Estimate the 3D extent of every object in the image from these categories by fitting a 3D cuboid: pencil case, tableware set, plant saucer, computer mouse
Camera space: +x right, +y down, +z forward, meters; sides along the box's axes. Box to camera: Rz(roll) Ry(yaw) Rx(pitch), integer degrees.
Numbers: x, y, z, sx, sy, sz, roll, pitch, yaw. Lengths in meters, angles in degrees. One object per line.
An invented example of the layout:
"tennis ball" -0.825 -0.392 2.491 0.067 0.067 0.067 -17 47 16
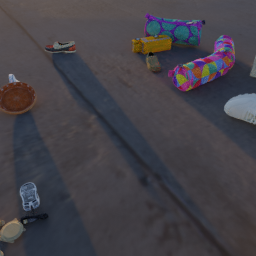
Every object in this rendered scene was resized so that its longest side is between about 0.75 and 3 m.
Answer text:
"pencil case" 4.141 -3.291 12.103 0.924 0.924 2.090 10 37 12
"tableware set" -2.764 2.273 5.648 1.004 0.139 1.202 14 41 19
"plant saucer" -3.753 -1.000 9.439 1.292 0.209 1.292 4 59 -7
"pencil case" 2.747 -2.187 10.617 2.384 1.053 1.053 -22 43 -28
"computer mouse" -2.172 1.689 6.332 0.569 0.228 1.038 -17 47 -14
"pencil case" 2.226 -4.815 13.681 2.813 1.300 1.197 14 62 19

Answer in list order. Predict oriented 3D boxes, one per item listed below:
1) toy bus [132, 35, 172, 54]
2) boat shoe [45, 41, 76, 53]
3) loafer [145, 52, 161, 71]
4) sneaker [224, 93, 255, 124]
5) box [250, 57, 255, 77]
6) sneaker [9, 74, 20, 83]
"toy bus" 1.088 -3.896 13.108 1.792 0.583 0.702 -15 42 -19
"boat shoe" -3.178 -3.812 13.093 1.484 0.464 0.528 2 40 5
"loafer" 1.036 -2.808 11.823 0.508 0.451 1.337 -10 39 -13
"sneaker" 4.109 -0.409 8.547 2.246 0.858 0.904 8 48 12
"box" 6.291 -2.251 10.714 2.784 0.952 1.144 19 42 22
"sneaker" -4.048 -1.514 10.240 0.478 0.493 1.350 -10 47 -26
